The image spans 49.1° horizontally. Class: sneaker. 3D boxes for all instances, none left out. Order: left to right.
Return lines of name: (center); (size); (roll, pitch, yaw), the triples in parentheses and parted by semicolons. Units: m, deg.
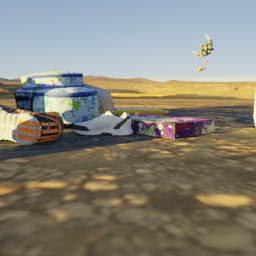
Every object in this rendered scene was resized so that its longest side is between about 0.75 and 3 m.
sneaker: (-2.236, -0.072, 5.997); (2.049, 0.795, 1.148); (16, 10, 29)
sneaker: (-0.613, -0.119, 6.590); (1.448, 0.579, 0.534); (-1, 9, 1)

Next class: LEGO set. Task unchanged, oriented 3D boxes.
LEGO set: (2.764, -2.597, 9.927); (0.858, 1.322, 0.375); (-27, 38, -8)

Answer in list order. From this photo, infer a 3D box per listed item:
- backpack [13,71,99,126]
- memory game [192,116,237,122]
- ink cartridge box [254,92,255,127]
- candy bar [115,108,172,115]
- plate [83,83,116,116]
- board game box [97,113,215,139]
backpack: (-2.037, -0.871, 8.335); (2.212, 1.625, 2.024); (9, 15, 32)
memory game: (3.062, -0.331, 10.050); (1.582, 0.101, 1.582); (0, 8, 0)
ink cartridge box: (4.723, -0.468, 7.287); (2.526, 1.059, 2.218); (2, 8, 17)
candy bar: (0.524, -0.721, 12.342); (2.774, 0.307, 0.692); (3, 8, 19)
plate: (-1.373, -0.944, 9.915); (1.834, 0.296, 1.830); (17, -24, 14)
board game box: (0.641, -0.116, 7.383); (1.655, 0.445, 2.758); (-1, 6, -43)
